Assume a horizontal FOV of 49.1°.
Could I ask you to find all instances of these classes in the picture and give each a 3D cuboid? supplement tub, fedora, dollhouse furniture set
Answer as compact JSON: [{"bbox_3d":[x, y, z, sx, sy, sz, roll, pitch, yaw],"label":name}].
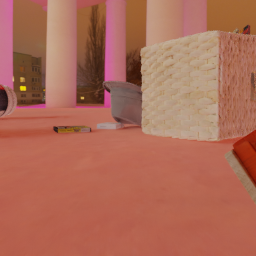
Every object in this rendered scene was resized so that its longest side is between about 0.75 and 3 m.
[{"bbox_3d":[-7.258,-1.412,14.289,1.881,1.881,2.681,2,6,19],"label":"supplement tub"},{"bbox_3d":[0.167,-0.630,9.145,2.104,1.074,2.379,11,-6,35],"label":"fedora"},{"bbox_3d":[1.504,-0.066,1.650,1.635,1.653,0.852,-41,-28,26],"label":"dollhouse furniture set"}]

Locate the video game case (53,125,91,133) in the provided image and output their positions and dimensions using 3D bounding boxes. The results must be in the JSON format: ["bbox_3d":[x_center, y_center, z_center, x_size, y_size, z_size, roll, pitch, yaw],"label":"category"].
[{"bbox_3d":[-1.622,0.028,8.040,0.926,0.131,1.024,-2,5,-20],"label":"video game case"}]

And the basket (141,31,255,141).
[{"bbox_3d":[1.686,-0.957,6.721,1.916,2.361,2.382,-7,9,-40],"label":"basket"}]

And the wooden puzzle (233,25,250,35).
[{"bbox_3d":[3.448,-2.641,8.833,0.109,1.551,0.920,26,-29,-16],"label":"wooden puzzle"}]

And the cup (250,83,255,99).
[{"bbox_3d":[4.462,-1.267,12.321,2.735,1.956,2.735,1,5,0],"label":"cup"}]

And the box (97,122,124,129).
[{"bbox_3d":[-0.551,-0.074,8.984,0.638,0.169,0.819,2,6,17],"label":"box"}]
